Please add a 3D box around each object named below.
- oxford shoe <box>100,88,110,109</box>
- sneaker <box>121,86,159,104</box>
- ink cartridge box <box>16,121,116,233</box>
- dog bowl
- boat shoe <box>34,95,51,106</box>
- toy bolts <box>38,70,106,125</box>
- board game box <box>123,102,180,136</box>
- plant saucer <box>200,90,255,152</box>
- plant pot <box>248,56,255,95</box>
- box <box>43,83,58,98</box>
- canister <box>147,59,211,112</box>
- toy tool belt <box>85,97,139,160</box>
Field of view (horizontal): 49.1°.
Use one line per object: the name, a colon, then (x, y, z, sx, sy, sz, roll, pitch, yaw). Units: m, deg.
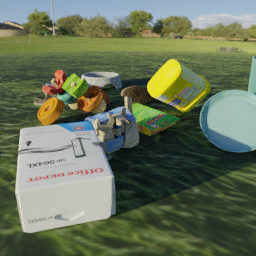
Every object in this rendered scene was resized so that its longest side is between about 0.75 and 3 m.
oxford shoe: (-1.386, -1.638, 14.150, 0.943, 0.942, 2.644, -2, 18, -3)
sneaker: (0.739, -1.695, 14.690, 2.719, 0.958, 1.027, -5, 3, -28)
ink cartridge box: (-1.453, 0.906, 6.334, 1.842, 1.063, 2.523, -7, 28, -16)
dog bowl: (-1.786, -3.116, 18.441, 2.787, 0.817, 2.787, 0, 20, 0)
boat shoe: (-4.056, -1.396, 14.084, 1.322, 0.485, 0.492, -5, 20, -13)
toy bolts: (-2.525, -1.037, 12.247, 2.650, 1.924, 2.774, -49, 40, -4)
board game box: (0.608, -0.406, 11.233, 1.375, 0.431, 2.877, -23, 27, -30)
plant saucer: (3.538, -0.217, 9.217, 2.279, 0.312, 2.279, -5, 63, 11)
plant pot: (6.069, -1.292, 10.732, 3.006, 2.412, 3.006, 4, 23, -2)
box: (-3.635, -2.085, 15.828, 2.028, 0.618, 2.516, -9, 21, -19)
canister: (2.180, -1.737, 11.886, 2.418, 1.796, 1.047, 16, 37, -46)
toy tool belt: (-0.659, -0.065, 8.785, 1.556, 1.532, 2.493, 15, 24, 35)
